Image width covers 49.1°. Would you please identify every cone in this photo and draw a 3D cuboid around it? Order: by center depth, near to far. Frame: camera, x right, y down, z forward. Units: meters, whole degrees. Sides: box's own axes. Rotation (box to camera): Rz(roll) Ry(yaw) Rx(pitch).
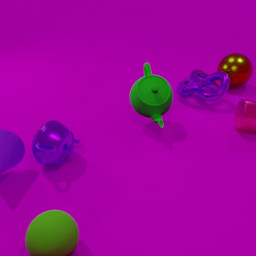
[{"bbox_3d":[-2.902,0.763,6.195,1.113,1.113,1.117,-8,28,-12],"label":"cone"}]

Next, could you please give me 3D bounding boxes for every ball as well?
[{"bbox_3d":[-1.322,1.916,4.927,0.906,0.906,0.906,0,34,0],"label":"ball"},{"bbox_3d":[4.018,-2.166,10.565,1.287,1.287,1.287,0,34,0],"label":"ball"}]

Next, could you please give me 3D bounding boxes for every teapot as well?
[{"bbox_3d":[-1.762,0.408,7.032,0.916,1.163,1.870,16,9,9],"label":"teapot"},{"bbox_3d":[0.711,-0.901,7.999,1.272,1.001,2.045,-9,75,-6],"label":"teapot"}]

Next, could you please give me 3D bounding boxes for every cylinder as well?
[{"bbox_3d":[3.700,-0.348,8.193,0.895,0.895,0.895,10,35,3],"label":"cylinder"}]

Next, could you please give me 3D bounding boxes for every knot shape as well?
[{"bbox_3d":[2.502,-1.497,9.790,1.689,0.834,1.805,-11,22,-5],"label":"knot shape"}]
